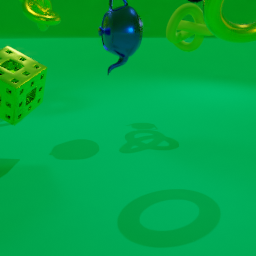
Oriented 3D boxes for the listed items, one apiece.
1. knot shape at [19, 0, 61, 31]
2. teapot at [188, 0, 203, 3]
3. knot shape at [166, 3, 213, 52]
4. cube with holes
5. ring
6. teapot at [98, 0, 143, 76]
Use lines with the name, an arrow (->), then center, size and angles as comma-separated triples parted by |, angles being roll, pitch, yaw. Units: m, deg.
knot shape -> -2.989, -4.018, 9.423 | 0.906, 1.962, 1.836 | -33, 57, 3
teapot -> 2.119, -4.395, 8.842 | 0.744, 0.586, 1.196 | -39, 70, -10
knot shape -> 1.645, -2.716, 7.594 | 1.687, 0.779, 1.579 | -10, -10, 41
cube with holes -> -2.507, -0.907, 5.989 | 1.023, 1.023, 1.023 | 28, 42, 4
ring -> 2.099, -2.113, 4.669 | 1.674, 1.674, 0.335 | 0, 58, 1
teapot -> -0.261, -2.385, 7.173 | 1.014, 2.072, 1.288 | -6, 15, -22
